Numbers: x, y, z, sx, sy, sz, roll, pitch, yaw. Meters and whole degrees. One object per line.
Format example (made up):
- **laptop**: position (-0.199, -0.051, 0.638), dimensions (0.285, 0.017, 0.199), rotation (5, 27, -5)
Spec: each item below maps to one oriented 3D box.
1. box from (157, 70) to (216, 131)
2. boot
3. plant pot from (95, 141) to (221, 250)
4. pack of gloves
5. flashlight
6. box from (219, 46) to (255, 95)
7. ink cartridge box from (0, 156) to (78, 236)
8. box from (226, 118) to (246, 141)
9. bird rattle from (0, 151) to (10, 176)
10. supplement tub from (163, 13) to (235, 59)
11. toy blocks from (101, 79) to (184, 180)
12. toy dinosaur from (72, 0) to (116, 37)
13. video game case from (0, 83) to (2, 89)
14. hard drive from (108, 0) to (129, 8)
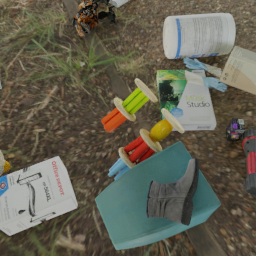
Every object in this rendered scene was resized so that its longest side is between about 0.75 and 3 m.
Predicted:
- **box**: position (2.178, -1.136, 10.833), dimensions (1.947, 0.490, 2.698), rotation (-2, 57, -1)
- **boot**: position (1.097, 1.434, 6.911), dimensions (1.151, 0.610, 1.749), rotation (9, 57, 19)
- **plant pot**: position (0.640, 2.124, 7.967), dimensions (2.840, 2.006, 2.007), rotation (-22, 61, -11)
- **pack of gloves**: position (3.115, -2.220, 11.096), dimensions (1.878, 0.370, 1.577), rotation (12, 47, -16)
- **flashlight**: position (4.168, 1.076, 9.273), dimensions (0.740, 0.743, 2.187), rotation (30, 51, -21)
- **box**: position (5.218, -1.973, 10.715), dimensions (2.977, 1.157, 1.414), rotation (26, 38, 15)
- **ink cartridge box**: position (-2.836, 2.019, 8.568), dimensions (2.166, 0.913, 1.582), rotation (-21, 56, -11)
- **box**: position (3.794, 0.065, 9.915), dimensions (0.416, 0.785, 0.480), rotation (4, 58, 2)
- **bird rattle**: position (-5.318, 1.333, 9.008), dimensions (2.995, 1.687, 2.442), rotation (31, 44, 23)
- **supplement tub**: position (2.901, -3.865, 11.792), dimensions (2.642, 1.743, 1.743), rotation (-4, 58, -2)
- **toy blocks**: position (0.031, 0.151, 8.763), dimensions (2.689, 0.977, 2.241), rotation (-43, 77, 13)
- **toy dinosaur**: position (-1.704, -5.547, 13.144), dimensions (1.962, 1.477, 2.891), rotation (-6, 79, 15)
- **video game case**: position (-5.793, -1.880, 11.510), dimensions (1.000, 0.121, 1.098), rotation (-20, 61, -12)
- **hard drive**: position (-0.240, -7.298, 14.746), dimensions (1.582, 0.320, 2.398), rotation (40, 66, 22)
